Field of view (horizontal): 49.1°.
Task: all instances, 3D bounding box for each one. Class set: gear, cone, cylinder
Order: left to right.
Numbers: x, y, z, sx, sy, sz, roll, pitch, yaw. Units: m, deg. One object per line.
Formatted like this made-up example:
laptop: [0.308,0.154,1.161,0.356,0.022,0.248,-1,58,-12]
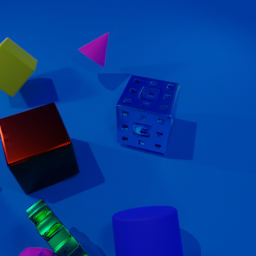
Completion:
gear: [-1.002,1.932,4.617,0.317,1.712,1.712,-40,61,-21]
cone: [-0.782,-2.304,7.837,0.858,0.858,0.861,41,101,28]
cylinder: [0.337,1.961,4.685,1.114,1.114,1.114,-6,82,-5]

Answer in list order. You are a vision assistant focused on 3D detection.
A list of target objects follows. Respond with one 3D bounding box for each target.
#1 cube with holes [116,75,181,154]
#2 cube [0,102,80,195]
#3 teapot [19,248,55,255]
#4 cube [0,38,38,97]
cube with holes: [0.486,-0.344,6.707,1.204,1.204,1.204,12,46,12]
cube: [-1.921,0.443,6.134,1.265,1.265,1.265,-20,54,-16]
teapot: [-1.407,2.060,4.003,0.621,1.268,0.788,38,29,-19]
cube: [-3.194,-1.650,7.576,1.005,1.005,1.005,-46,27,12]
